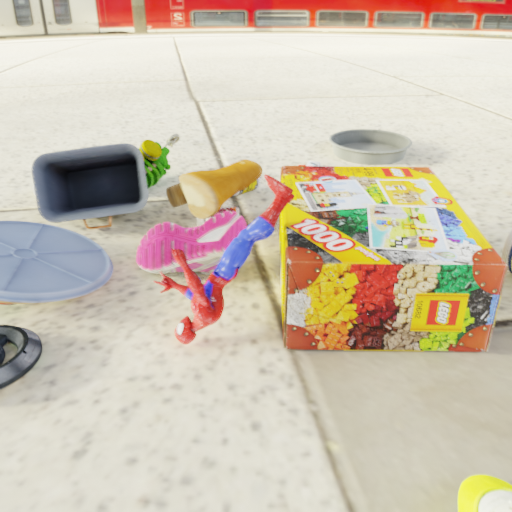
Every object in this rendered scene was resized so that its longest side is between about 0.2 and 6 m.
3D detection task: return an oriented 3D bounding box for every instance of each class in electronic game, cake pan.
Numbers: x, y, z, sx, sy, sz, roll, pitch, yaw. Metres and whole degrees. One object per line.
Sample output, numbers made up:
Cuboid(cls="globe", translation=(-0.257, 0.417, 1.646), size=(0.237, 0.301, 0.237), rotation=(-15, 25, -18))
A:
Cuboid(cls="electronic game", translation=(-3.857, 1.460, 7.824), size=(1.658, 0.345, 1.658), rotation=(-4, 25, 2))
Cuboid(cls="cake pan", translation=(3.372, -3.257, 16.693), size=(2.434, 0.446, 2.434), rotation=(0, 28, 0))

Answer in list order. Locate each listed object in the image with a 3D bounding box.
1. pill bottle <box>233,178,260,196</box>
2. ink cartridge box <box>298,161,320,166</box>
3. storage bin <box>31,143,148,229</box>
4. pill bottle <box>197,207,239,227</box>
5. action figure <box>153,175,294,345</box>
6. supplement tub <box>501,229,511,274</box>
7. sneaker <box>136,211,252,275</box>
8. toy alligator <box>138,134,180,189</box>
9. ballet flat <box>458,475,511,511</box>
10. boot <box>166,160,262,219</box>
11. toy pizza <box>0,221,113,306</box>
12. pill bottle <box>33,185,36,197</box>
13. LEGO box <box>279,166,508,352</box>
Cuboid(cls="pill bottle", translation=(-0.443, -1.786, 13.785), size=(1.003, 0.558, 0.558), rotation=(-23, 36, -35))
Cuboid(cls="ink cartridge box", translation=(1.407, -2.450, 15.479), size=(0.621, 0.158, 0.705), rotation=(9, 29, 14))
Cuboid(cls="storage bin", translation=(-3.394, -1.443, 12.226), size=(2.283, 1.662, 1.533), rotation=(-8, 4, 0))
Cuboid(cls="pill bottle", translation=(-0.804, -0.782, 11.941), size=(0.887, 0.486, 0.486), rotation=(-2, 28, -1))
Cuboid(cls="action figure", translation=(-0.688, -0.051, 8.383), size=(1.368, 2.763, 0.902), rotation=(29, 0, 9))
Cuboid(cls="supplement tub", translation=(5.245, 0.054, 9.607), size=(1.180, 1.180, 1.628), rotation=(-17, 33, -30))
Cuboid(cls="sneaker", translation=(-1.085, -0.060, 10.225), size=(2.357, 1.040, 0.959), rotation=(-7, 64, 22))
Cuboid(cls="toy alligator", translation=(-2.726, -2.341, 14.514), size=(0.984, 1.076, 3.627), rotation=(48, 36, -1))
Cuboid(cls="ballet flat", translation=(2.392, 2.756, 4.771), size=(0.901, 0.904, 2.696), rotation=(3, 28, 6))
Cuboid(cls="boot", translation=(-0.670, -1.544, 11.717), size=(1.912, 0.940, 2.671), rotation=(-24, 16, -20))
Cuboid(cls="toy pizza", translation=(-4.061, 0.157, 9.777), size=(3.026, 0.480, 3.026), rotation=(13, 22, -5))
Cuboid(cls="pill bottle", translation=(-4.906, -1.699, 13.652), size=(0.530, 0.530, 0.952), rotation=(13, 30, 23))
Cuboid(cls="LEGO box", translation=(1.928, -0.170, 9.602), size=(3.018, 1.564, 4.052), rotation=(0, 28, 1))
